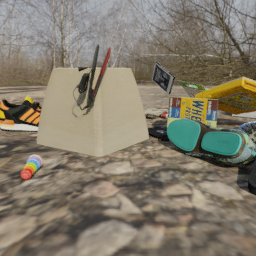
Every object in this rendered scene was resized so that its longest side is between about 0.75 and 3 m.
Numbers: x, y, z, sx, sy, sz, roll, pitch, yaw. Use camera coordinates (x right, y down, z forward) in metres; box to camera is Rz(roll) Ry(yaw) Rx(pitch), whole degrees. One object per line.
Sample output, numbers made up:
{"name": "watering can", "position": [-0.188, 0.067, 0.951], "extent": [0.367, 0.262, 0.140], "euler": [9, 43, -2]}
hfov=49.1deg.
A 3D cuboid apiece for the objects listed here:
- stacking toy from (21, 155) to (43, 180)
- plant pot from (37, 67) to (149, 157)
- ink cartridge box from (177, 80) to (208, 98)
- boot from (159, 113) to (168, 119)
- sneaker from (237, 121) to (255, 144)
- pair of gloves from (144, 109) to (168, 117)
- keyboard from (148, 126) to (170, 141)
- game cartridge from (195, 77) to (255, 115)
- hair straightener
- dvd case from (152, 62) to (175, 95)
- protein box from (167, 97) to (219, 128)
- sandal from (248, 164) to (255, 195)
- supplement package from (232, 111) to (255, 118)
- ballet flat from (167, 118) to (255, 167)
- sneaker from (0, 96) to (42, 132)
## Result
{"name": "stacking toy", "position": [-2.001, 0.829, 5.729], "extent": [0.325, 0.325, 0.761], "euler": [0, 17, -1]}
{"name": "plant pot", "position": [-1.031, -0.682, 8.381], "extent": [2.512, 2.224, 2.509], "euler": [7, 13, 34]}
{"name": "ink cartridge box", "position": [3.112, -1.612, 12.202], "extent": [1.325, 0.437, 1.821], "euler": [21, -15, 44]}
{"name": "boot", "position": [1.920, -0.633, 13.191], "extent": [0.864, 0.313, 0.623], "euler": [-12, 15, -36]}
{"name": "sneaker", "position": [4.306, 0.071, 7.999], "extent": [2.448, 0.943, 1.043], "euler": [2, 7, 6]}
{"name": "pair of gloves", "position": [1.094, -0.697, 13.424], "extent": [1.662, 0.343, 1.954], "euler": [3, 8, 34]}
{"name": "keyboard", "position": [1.201, 0.176, 9.318], "extent": [0.924, 0.197, 1.539], "euler": [-11, 15, -24]}
{"name": "game cartridge", "position": [4.155, -1.068, 10.456], "extent": [2.343, 0.431, 2.658], "euler": [13, -13, -21]}
{"name": "hair straightener", "position": [-0.942, -1.245, 6.774], "extent": [0.642, 1.668, 0.341], "euler": [18, 0, -7]}
{"name": "dvd case", "position": [1.583, -2.264, 12.696], "extent": [0.159, 0.967, 1.287], "euler": [-22, 53, -28]}
{"name": "protein box", "position": [2.265, -0.515, 9.945], "extent": [1.588, 1.071, 1.576], "euler": [5, 5, 11]}
{"name": "sandal", "position": [2.838, 0.830, 5.439], "extent": [0.763, 0.486, 2.029], "euler": [11, 28, 41]}
{"name": "supplement package", "position": [5.957, -0.953, 13.339], "extent": [1.185, 0.843, 1.521], "euler": [-10, 14, -44]}
{"name": "ballet flat", "position": [2.010, 0.379, 6.953], "extent": [0.998, 0.998, 2.688], "euler": [-5, 14, -25]}
{"name": "sneaker", "position": [-3.352, -0.534, 10.190], "extent": [2.716, 1.222, 0.950], "euler": [0, 11, 0]}
